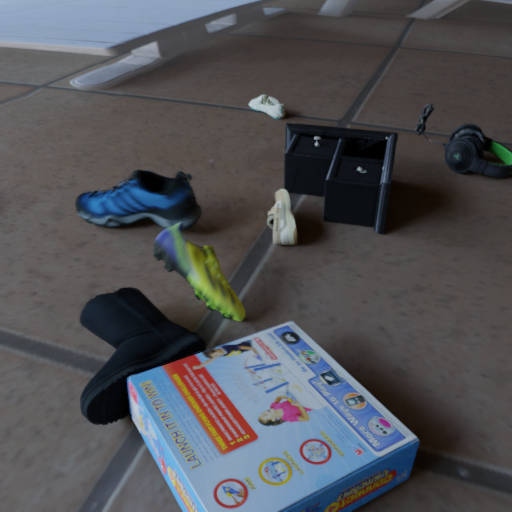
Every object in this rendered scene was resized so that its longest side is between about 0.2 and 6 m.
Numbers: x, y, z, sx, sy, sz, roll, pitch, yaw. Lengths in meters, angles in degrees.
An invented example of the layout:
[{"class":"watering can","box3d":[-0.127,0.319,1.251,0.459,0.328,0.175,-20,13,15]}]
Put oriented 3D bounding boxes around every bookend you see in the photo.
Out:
[{"class":"bookend","box3d":[1.767,-1.920,13.129,2.809,1.294,2.792,8,35,13]}]

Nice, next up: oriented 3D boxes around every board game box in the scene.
[{"class":"board game box","box3d":[0.111,2.214,7.237,2.684,0.766,2.741,-15,34,-27]}]

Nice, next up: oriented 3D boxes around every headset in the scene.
[{"class":"headset","box3d":[5.551,-2.998,14.696,2.766,1.300,1.708,23,38,12]}]

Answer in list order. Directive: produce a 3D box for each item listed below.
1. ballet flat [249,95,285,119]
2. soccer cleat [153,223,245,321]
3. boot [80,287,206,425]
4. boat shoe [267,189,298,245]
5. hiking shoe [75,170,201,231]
[{"class":"ballet flat","box3d":[0.386,-4.924,18.178,0.605,0.605,1.685,-23,40,-30]},{"class":"soccer cleat","box3d":[-0.864,0.266,9.696,2.068,0.669,0.865,44,70,2]},{"class":"boot","box3d":[-2.159,1.420,8.615,1.880,0.855,2.238,28,38,31]},{"class":"boat shoe","box3d":[0.509,-0.858,12.182,0.579,0.643,1.782,-9,40,1]},{"class":"hiking shoe","box3d":[-2.610,-1.344,12.085,2.905,1.260,1.081,2,38,13]}]
